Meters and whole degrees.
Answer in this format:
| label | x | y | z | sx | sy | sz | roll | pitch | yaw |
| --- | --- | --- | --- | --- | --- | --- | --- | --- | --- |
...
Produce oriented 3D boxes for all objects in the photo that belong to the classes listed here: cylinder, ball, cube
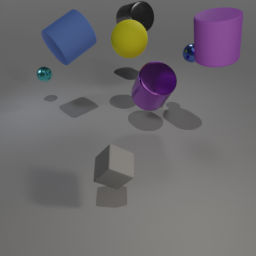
| label | x | y | z | sx | sy | sz | roll | pitch | yaw |
| --- | --- | --- | --- | --- | --- | --- | --- | --- | --- |
| cylinder | -2.077 | -3.197 | 9.925 | 1.400 | 1.400 | 1.400 | -42 | 46 | -14 |
| ball | 2.441 | -2.862 | 10.704 | 0.700 | 0.700 | 0.700 | 0 | 32 | 0 |
| cylinder | 2.762 | -2.812 | 8.673 | 1.400 | 1.400 | 1.400 | -7 | 37 | 5 |
| ball | 0.049 | -3.370 | 10.642 | 1.400 | 1.400 | 1.400 | 0 | 32 | 0 |
| cylinder | 0.340 | -5.421 | 13.846 | 1.400 | 1.400 | 1.400 | -20 | 23 | -28 |
| cylinder | 0.937 | -1.534 | 10.481 | 1.400 | 1.400 | 1.400 | 4 | 70 | -11 |
| cube | -0.332 | 0.929 | 6.658 | 0.700 | 0.700 | 0.700 | 25 | 43 | -26 |
| ball | -3.809 | -2.446 | 12.781 | 0.700 | 0.700 | 0.700 | 0 | 32 | 0 |
